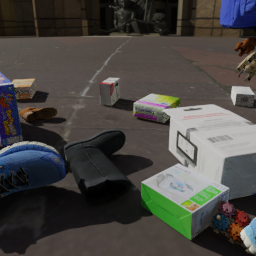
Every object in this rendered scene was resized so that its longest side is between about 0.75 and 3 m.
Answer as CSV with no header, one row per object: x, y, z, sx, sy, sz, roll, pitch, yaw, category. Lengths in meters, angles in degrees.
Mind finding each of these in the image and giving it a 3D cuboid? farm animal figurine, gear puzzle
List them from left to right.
1.832,1.573,4.256,1.099,0.144,0.569,30,54,17,gear puzzle
3.574,-1.603,6.638,1.829,1.477,0.920,34,72,35,farm animal figurine

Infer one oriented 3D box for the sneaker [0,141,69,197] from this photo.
-2.424,1.036,5.109,2.679,1.052,1.194,-10,32,-5,sneaker

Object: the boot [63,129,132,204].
-0.433,0.730,6.031,1.611,0.642,1.955,-20,24,-19,boot

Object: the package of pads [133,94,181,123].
0.996,-0.724,9.800,1.225,0.541,1.585,13,25,26,package of pads

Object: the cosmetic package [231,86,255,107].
4.584,-1.292,11.246,0.712,0.512,1.261,6,22,13,cosmetic package

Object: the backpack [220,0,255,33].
3.330,-3.031,6.523,1.891,1.536,1.586,0,23,-3,backpack

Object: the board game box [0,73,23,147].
-3.776,-0.690,8.224,0.550,1.653,2.459,-14,26,-30,board game box

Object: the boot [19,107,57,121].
-3.085,-0.553,9.580,1.128,0.416,0.873,-12,21,-34,boot

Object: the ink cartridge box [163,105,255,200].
2.067,0.350,6.540,1.682,0.984,2.900,-6,23,-15,ink cartridge box

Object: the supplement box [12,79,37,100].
-4.584,-1.712,12.178,0.964,0.562,1.529,-4,23,-8,supplement box

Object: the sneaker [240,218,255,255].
2.483,1.485,3.872,1.676,0.754,0.657,9,26,-11,sneaker

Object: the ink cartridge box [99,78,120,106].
-0.704,-1.473,11.202,0.499,0.859,1.191,5,23,13,ink cartridge box

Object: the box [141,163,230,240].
0.993,1.237,4.961,1.027,0.563,1.164,-19,28,-34,box
